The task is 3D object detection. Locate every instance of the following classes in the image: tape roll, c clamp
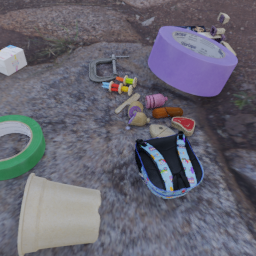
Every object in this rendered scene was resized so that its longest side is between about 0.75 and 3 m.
[{"bbox_3d":[2.312,-2.497,10.239,2.977,1.265,2.977,14,35,-10],"label":"tape roll"},{"bbox_3d":[-3.637,0.525,8.384,2.206,0.530,2.206,0,46,0],"label":"tape roll"},{"bbox_3d":[-0.798,-2.525,11.636,1.706,0.270,1.996,0,45,0],"label":"c clamp"}]

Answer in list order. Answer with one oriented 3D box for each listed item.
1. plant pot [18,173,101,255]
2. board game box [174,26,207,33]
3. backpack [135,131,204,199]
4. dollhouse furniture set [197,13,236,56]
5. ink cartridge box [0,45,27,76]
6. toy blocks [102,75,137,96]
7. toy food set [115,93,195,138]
[{"bbox_3d":[-1.457,1.943,6.302,1.596,1.744,1.744,5,44,-10],"label":"plant pot"},{"bbox_3d":[2.809,-3.865,12.832,1.844,0.471,2.722,-1,45,0],"label":"board game box"},{"bbox_3d":[1.080,1.091,7.348,1.590,1.171,1.741,-11,45,-11],"label":"backpack"},{"bbox_3d":[3.769,-3.737,11.970,1.357,1.515,1.912,-6,52,-14],"label":"dollhouse furniture set"},{"bbox_3d":[-4.931,-2.758,11.533,0.757,0.737,1.178,24,50,22],"label":"ink cartridge box"},{"bbox_3d":[-0.334,-1.699,10.704,1.136,0.412,0.947,14,47,14],"label":"toy blocks"},{"bbox_3d":[1.048,-0.455,9.416,2.883,0.454,1.833,28,51,26],"label":"toy food set"}]
